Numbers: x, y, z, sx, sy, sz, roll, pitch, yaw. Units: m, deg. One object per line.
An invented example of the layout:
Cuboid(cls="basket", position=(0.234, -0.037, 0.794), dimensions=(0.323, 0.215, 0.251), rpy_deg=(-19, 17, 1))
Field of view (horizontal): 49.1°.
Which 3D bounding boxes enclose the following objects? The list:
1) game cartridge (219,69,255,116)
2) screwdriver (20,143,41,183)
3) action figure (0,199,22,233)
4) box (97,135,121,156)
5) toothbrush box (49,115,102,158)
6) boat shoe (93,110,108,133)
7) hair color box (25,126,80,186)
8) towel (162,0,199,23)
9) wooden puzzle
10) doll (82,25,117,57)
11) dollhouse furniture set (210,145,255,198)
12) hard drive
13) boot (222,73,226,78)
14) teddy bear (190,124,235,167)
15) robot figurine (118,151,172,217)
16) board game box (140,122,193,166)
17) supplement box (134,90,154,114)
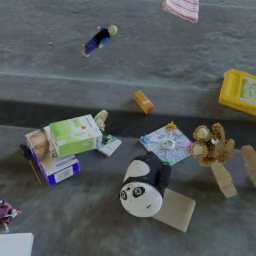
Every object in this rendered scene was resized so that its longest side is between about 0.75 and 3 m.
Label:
Cuboid(cls="game cartridge", position=(5.211, -1.463, 11.781), dimensions=(2.461, 0.399, 2.169), rpy_deg=(21, 52, 7))
Cuboid(cls="screwdriver", position=(-3.374, 1.237, 9.670), dimensions=(0.283, 0.271, 1.943), rpy_deg=(-40, 55, 7))
Cuboid(cls="action figure", position=(-3.889, 2.571, 8.355), dimensions=(1.349, 1.005, 0.904), rpy_deg=(-2, 89, -19))
Cuboid(cls="box", position=(-0.687, 0.636, 10.274), dimensions=(0.556, 0.140, 0.771), rpy_deg=(27, 53, 21))
Cuboid(cls="toothbrush box", position=(-1.783, 0.257, 9.527), dimensions=(1.497, 0.644, 1.090), rpy_deg=(-13, 48, -25))
Cuboid(cls="boat shoe", position=(-1.152, 0.001, 10.600), dimensions=(0.522, 0.582, 1.571), rpy_deg=(26, 63, 17))
Cuboid(cls="hair color box", position=(-2.636, 0.871, 9.706), dimensions=(1.113, 0.660, 2.037), rpy_deg=(-25, 51, -24))
Cuboid(cls="towel", position=(1.753, -4.084, 9.007), dimensions=(1.180, 0.241, 1.613), rpy_deg=(20, 55, -9))
Cuboid(cls="wooden puzzle", position=(1.371, 2.482, 8.604), dimensions=(1.184, 0.221, 1.096), rpy_deg=(23, 52, 13))
Cuboid(cls="doll", position=(-1.107, -3.467, 10.864), dimensions=(1.686, 0.409, 1.150), rpy_deg=(-24, 55, 34))
Cuboid(cls="dollhouse furniture set", position=(3.741, 1.097, 8.780), dimensions=(2.082, 1.913, 1.355), rpy_deg=(-27, 48, 16))
Cuboid(cls="hard drive", position=(-4.039, 3.758, 7.332), dimensions=(2.749, 0.361, 1.813), rpy_deg=(-2, 48, -2))
Cuboid(cls="boot", position=(4.505, -2.272, 12.814), dimensions=(0.392, 0.301, 0.819), rpy_deg=(17, 44, 26))
Cuboid(cls="teddy bear", position=(2.282, 0.486, 7.783), dimensions=(1.704, 1.235, 0.569), rpy_deg=(-5, 2, -40))
Cuboid(cls="robot figurine", position=(0.501, 1.645, 8.470), dimensions=(1.292, 1.555, 2.070), rpy_deg=(16, 41, 5))
Cuboid(cls="board game box", position=(1.493, 0.565, 10.297), dimensions=(1.565, 0.202, 1.565), rpy_deg=(-25, 53, -21))
Cuboid(cls="supplement box", position=(0.647, -1.094, 11.670), dimensions=(0.376, 0.364, 1.093), rpy_deg=(-23, 53, -19))
